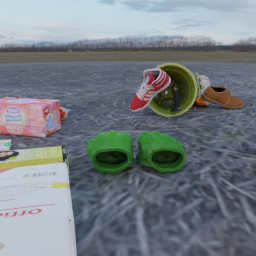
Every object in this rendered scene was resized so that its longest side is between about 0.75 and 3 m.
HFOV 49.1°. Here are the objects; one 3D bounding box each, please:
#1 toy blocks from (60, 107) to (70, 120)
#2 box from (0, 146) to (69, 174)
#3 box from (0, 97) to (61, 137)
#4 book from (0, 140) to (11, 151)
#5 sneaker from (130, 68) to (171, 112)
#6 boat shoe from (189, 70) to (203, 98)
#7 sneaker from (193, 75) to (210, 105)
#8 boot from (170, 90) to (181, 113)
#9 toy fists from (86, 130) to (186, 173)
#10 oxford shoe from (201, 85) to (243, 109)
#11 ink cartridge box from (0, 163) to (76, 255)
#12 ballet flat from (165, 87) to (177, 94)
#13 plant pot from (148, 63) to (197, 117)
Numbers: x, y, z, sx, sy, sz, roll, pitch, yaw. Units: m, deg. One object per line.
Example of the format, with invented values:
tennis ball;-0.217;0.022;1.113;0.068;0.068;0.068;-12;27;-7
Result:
toy blocks;-2.968;-0.524;10.599;1.189;0.518;1.426;7;18;21
box;-2.327;0.800;6.224;1.942;0.487;0.731;-4;18;-16
box;-3.449;-0.394;9.268;2.152;1.019;1.105;5;17;15
book;-3.737;0.547;7.594;1.003;0.241;0.670;-3;19;-16
sneaker;0.654;-1.445;10.418;0.689;1.934;1.088;52;10;28
boat shoe;2.980;-2.010;12.753;0.774;0.926;2.590;9;29;-4
sneaker;3.530;-1.906;13.814;1.081;1.313;2.855;5;17;16
boot;1.826;-1.032;10.922;0.273;0.832;0.685;-6;1;-20
toy fists;0.184;0.541;6.638;2.313;0.795;1.179;0;24;-6
oxford shoe;4.353;-1.394;12.493;2.104;0.750;0.751;11;39;-20
ink cartridge box;-1.462;1.225;3.213;1.656;0.960;2.844;-4;6;-13
ballet flat;2.044;-2.027;15.636;2.173;0.766;0.709;6;44;29
plant pot;1.741;-1.577;12.089;2.127;2.127;2.020;1;4;4
